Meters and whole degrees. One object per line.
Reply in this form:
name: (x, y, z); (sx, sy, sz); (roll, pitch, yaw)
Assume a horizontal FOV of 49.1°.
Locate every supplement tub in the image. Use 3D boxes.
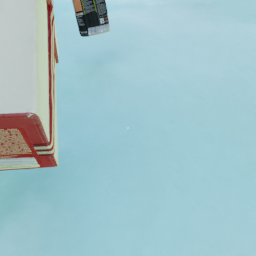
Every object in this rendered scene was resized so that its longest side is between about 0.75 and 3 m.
supplement tub: (-1.213, -3.873, 8.948); (1.058, 1.726, 1.058); (-9, 24, 4)

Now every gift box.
gift box: (-2.052, -0.815, 3.289); (2.439, 2.643, 2.468); (-1, 73, -15)
